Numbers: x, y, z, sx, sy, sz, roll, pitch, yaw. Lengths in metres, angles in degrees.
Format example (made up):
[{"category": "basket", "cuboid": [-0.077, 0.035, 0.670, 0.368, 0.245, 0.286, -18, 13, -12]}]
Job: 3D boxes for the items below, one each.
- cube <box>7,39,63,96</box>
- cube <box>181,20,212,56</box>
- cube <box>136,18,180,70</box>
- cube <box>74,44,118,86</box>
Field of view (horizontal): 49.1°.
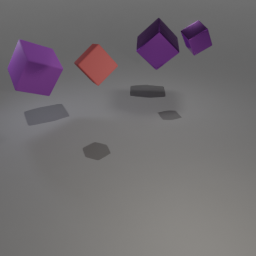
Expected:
[{"category": "cube", "cuboid": [-3.574, -2.274, 10.746, 1.400, 1.400, 1.400, 6, 41, -43]}, {"category": "cube", "cuboid": [2.306, -3.032, 9.438, 0.700, 0.700, 0.700, -29, 46, 8]}, {"category": "cube", "cuboid": [1.365, -3.860, 12.916, 1.400, 1.400, 1.400, -34, 33, 32]}, {"category": "cube", "cuboid": [-0.802, -1.573, 6.908, 0.700, 0.700, 0.700, -46, 25, -1]}]
